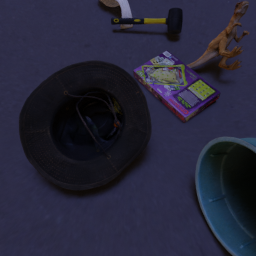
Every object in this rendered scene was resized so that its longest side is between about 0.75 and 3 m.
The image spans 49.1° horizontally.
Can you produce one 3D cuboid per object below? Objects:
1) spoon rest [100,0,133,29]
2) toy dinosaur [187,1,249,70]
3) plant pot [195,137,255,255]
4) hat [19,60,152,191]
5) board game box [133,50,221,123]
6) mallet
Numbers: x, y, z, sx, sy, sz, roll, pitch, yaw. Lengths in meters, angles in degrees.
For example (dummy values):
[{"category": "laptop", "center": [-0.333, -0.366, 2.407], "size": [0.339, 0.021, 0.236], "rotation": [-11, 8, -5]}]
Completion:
[{"category": "spoon rest", "center": [-0.401, -4.663, 10.368], "size": [1.166, 0.712, 2.348], "rotation": [-13, 57, -19]}, {"category": "toy dinosaur", "center": [2.603, -2.294, 8.239], "size": [2.813, 0.850, 1.494], "rotation": [-45, 50, 20]}, {"category": "plant pot", "center": [2.943, 1.123, 5.397], "size": [2.300, 2.348, 2.348], "rotation": [-10, 54, -23]}, {"category": "hat", "center": [-0.970, -0.079, 6.606], "size": [2.934, 1.184, 2.934], "rotation": [0, 90, -8]}, {"category": "board game box", "center": [1.373, -1.289, 8.186], "size": [1.363, 0.367, 2.271], "rotation": [-31, 60, -20]}, {"category": "mallet", "center": [0.647, -3.512, 9.535], "size": [2.438, 0.502, 0.803], "rotation": [-5, 91, 7]}]
